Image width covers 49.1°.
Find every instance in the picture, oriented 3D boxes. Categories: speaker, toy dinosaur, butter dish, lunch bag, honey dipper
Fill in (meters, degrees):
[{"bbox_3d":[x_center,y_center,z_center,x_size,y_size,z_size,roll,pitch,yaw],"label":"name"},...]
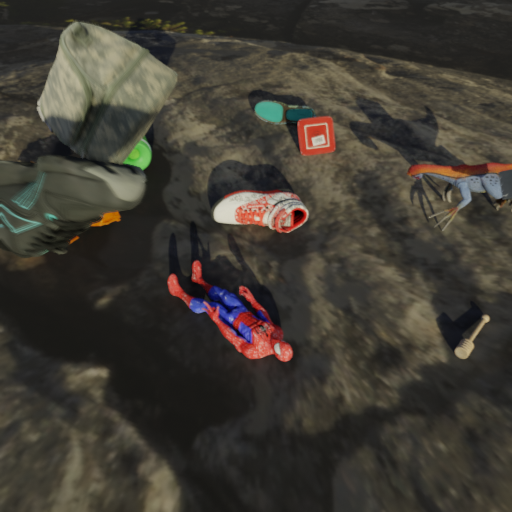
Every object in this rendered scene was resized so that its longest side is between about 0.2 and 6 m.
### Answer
[{"bbox_3d":[-3.122,-2.834,13.736,0.892,0.892,2.018,-11,38,-15],"label":"speaker"},{"bbox_3d":[4.346,-1.664,11.468,2.210,2.435,1.279,29,17,-13],"label":"toy dinosaur"},{"bbox_3d":[1.476,-3.029,14.179,0.900,0.898,0.665,-8,11,-5],"label":"butter dish"},{"bbox_3d":[-2.781,-2.805,9.952,1.886,2.249,1.567,36,55,-12],"label":"lunch bag"},{"bbox_3d":[3.407,1.222,8.775,0.210,0.210,1.108,24,40,29],"label":"honey dipper"}]

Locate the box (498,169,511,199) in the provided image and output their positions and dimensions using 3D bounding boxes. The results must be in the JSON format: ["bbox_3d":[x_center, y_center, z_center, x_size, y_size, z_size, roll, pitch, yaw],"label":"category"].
[{"bbox_3d":[4.446,-1.222,9.486,0.655,0.485,0.342,-8,-1,-41],"label":"box"}]

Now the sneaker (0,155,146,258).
[{"bbox_3d":[-2.252,-0.540,6.508,1.111,1.168,2.946,1,3,-45],"label":"sneaker"}]

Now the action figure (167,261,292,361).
[{"bbox_3d":[-0.386,0.904,8.884,0.839,0.662,2.563,-27,47,-36],"label":"action figure"}]

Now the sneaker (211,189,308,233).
[{"bbox_3d":[0.106,-0.857,11.229,1.871,0.625,1.003,-10,35,-18],"label":"sneaker"}]

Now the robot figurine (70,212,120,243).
[{"bbox_3d":[-4.290,-1.144,11.432,2.925,0.851,2.121,24,41,29],"label":"robot figurine"}]

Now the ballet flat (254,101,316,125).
[{"bbox_3d":[0.833,-3.944,15.616,1.751,0.650,0.650,16,39,17],"label":"ballet flat"}]
